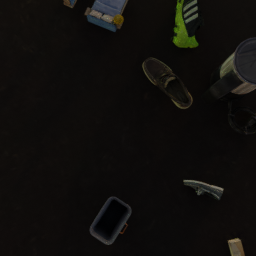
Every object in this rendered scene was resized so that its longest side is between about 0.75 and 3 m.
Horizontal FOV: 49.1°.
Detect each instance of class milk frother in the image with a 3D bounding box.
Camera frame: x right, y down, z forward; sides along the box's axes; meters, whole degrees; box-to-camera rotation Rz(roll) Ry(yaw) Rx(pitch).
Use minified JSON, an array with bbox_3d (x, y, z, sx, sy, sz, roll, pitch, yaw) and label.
[{"bbox_3d":[4.265,-1.293,9.915,2.672,2.514,2.412,36,85,4],"label":"milk frother"}]

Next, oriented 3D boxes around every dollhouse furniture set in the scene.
[{"bbox_3d":[-1.012,-5.612,10.811,2.726,1.779,2.574,25,84,2],"label":"dollhouse furniture set"}]

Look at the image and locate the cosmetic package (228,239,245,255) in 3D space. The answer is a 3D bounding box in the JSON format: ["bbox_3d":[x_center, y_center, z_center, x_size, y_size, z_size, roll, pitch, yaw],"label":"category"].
[{"bbox_3d":[4.020,4.555,10.322,0.423,0.286,0.804,-13,83,-2],"label":"cosmetic package"}]

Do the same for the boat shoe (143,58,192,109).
[{"bbox_3d":[1.542,-1.772,10.572,2.468,0.800,0.904,44,91,3],"label":"boat shoe"}]

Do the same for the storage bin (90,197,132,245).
[{"bbox_3d":[-0.533,3.271,10.113,1.100,1.015,1.511,32,85,4],"label":"storage bin"}]

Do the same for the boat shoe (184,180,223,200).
[{"bbox_3d":[2.794,2.299,10.468,1.531,0.557,0.473,15,79,-3],"label":"boat shoe"}]

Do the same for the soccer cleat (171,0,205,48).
[{"bbox_3d":[2.482,-4.595,11.193,1.168,0.973,2.882,9,88,-10],"label":"soccer cleat"}]
